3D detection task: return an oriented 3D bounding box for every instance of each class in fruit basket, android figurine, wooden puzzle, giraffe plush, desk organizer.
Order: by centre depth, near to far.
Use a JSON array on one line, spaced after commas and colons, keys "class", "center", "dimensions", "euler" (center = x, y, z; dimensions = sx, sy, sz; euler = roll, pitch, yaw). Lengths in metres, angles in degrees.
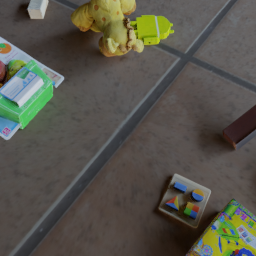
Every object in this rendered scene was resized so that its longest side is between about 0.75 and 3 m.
[{"class": "wooden puzzle", "center": [1.515, 1.861, 7.384], "dimensions": [1.081, 0.270, 1.167], "euler": [24, 60, 15]}, {"class": "desk organizer", "center": [3.553, -0.095, 8.156], "dimensions": [1.531, 0.549, 0.589], "euler": [-39, 59, 3]}, {"class": "fruit basket", "center": [-3.968, -1.485, 8.609], "dimensions": [2.982, 1.398, 2.762], "euler": [36, 62, -2]}, {"class": "giraffe plush", "center": [-0.494, -3.552, 9.901], "dimensions": [2.393, 2.774, 2.249], "euler": [-21, 89, -16]}, {"class": "android figurine", "center": [0.902, -3.904, 10.996], "dimensions": [1.768, 0.363, 1.609], "euler": [-4, 57, -2]}]

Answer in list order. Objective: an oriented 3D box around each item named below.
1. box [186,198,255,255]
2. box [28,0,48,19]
[{"class": "box", "center": [2.488, 2.825, 6.336], "dimensions": [1.630, 0.995, 1.570], "euler": [40, 66, 22]}, {"class": "box", "center": [-3.750, -5.134, 11.712], "dimensions": [0.567, 0.465, 1.195], "euler": [2, 58, 2]}]
